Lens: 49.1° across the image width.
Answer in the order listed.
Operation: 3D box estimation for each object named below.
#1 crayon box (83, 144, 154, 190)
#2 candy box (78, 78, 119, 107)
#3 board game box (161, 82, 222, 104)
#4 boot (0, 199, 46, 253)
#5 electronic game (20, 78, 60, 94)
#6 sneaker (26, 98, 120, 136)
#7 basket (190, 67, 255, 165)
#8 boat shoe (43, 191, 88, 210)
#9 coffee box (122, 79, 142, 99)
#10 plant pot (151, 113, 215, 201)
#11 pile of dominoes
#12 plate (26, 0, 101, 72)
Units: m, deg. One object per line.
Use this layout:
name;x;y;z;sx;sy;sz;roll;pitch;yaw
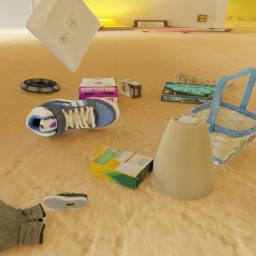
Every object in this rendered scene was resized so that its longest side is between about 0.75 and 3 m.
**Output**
crayon box;-0.249;0.956;7.213;1.557;0.402;0.979;15;28;27
candy box;-1.279;-1.558;12.248;1.620;0.725;2.376;-2;25;-4
board game box;2.861;-1.579;12.617;2.541;0.358;1.719;5;28;14
boot;-2.296;1.696;5.553;1.193;0.618;1.826;-5;31;-24
electronic game;-4.267;-2.035;13.664;1.870;0.389;1.870;6;24;-3
sneaker;-1.827;-0.230;8.922;2.733;1.101;2.001;6;25;14
basket;2.766;-0.379;7.682;2.127;2.412;1.678;-22;36;-40
boat shoe;-1.334;1.524;6.049;0.926;0.342;0.316;-2;29;-6
coffee box;0.152;-1.827;12.958;0.438;0.628;1.098;-14;28;-28
plant pot;1.341;0.550;6.604;1.554;1.659;1.554;-1;24;0
pile of dominoes;3.766;-2.344;14.263;2.898;0.461;2.259;16;29;30
plate;-1.630;-2.921;7.887;0.320;1.974;1.978;11;69;37
